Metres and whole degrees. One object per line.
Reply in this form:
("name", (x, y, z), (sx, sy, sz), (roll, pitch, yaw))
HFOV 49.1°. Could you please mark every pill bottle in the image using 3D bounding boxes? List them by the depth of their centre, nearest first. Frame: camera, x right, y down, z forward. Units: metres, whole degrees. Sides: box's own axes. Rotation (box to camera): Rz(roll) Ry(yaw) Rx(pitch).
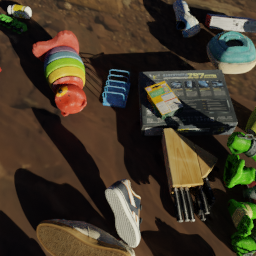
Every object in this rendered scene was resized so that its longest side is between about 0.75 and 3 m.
("pill bottle", (-4.764, -5.118, 12.286), (0.916, 0.513, 0.513), (14, 57, 10))

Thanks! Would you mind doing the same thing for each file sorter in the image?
("file sorter", (-0.383, -1.375, 9.628), (0.778, 0.688, 1.121), (9, 56, 5))

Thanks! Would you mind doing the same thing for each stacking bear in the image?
("stacking bear", (-2.095, -1.674, 9.432), (1.562, 1.463, 2.572), (-21, 66, 9))

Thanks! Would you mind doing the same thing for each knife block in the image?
("knife block", (1.389, 1.371, 7.701), (2.344, 0.750, 2.058), (35, 63, 22))

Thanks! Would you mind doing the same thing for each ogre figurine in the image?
("ogre figurine", (3.419, 1.616, 7.096), (1.776, 1.454, 2.963), (0, 63, -12))

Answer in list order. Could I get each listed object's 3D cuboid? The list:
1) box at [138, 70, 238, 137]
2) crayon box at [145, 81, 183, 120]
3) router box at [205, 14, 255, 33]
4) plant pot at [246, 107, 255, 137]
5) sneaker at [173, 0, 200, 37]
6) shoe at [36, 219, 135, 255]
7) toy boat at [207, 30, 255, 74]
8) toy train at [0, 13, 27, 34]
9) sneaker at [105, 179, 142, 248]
("box", (1.831, -0.860, 9.233), (2.916, 0.744, 2.300), (-2, 57, -1))
("crayon box", (1.085, -0.861, 8.609), (0.729, 0.299, 1.159), (-22, 59, -11))
("router box", (4.113, -4.243, 11.285), (1.803, 0.440, 1.618), (8, 26, 4))
("plant pot", (4.148, -0.171, 8.824), (0.824, 0.824, 0.881), (40, 80, 23))
("sneaker", (2.285, -4.675, 11.837), (0.838, 0.831, 2.313), (-21, 51, 6))
("shoe", (-1.033, 2.828, 6.830), (2.547, 0.680, 0.890), (15, 101, 14))
("toy boat", (4.322, -2.985, 10.117), (2.837, 1.318, 2.385), (-3, 41, 3))
("toy train", (-5.060, -4.540, 11.999), (1.800, 0.376, 0.508), (30, 51, 19))
("sneaker", (0.035, 2.067, 6.888), (0.681, 1.736, 0.689), (0, 23, 39))
